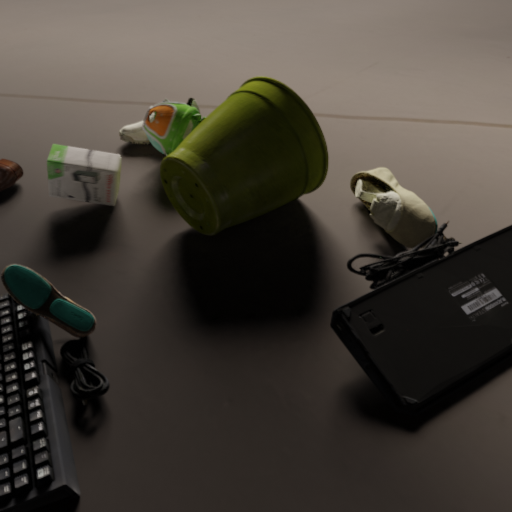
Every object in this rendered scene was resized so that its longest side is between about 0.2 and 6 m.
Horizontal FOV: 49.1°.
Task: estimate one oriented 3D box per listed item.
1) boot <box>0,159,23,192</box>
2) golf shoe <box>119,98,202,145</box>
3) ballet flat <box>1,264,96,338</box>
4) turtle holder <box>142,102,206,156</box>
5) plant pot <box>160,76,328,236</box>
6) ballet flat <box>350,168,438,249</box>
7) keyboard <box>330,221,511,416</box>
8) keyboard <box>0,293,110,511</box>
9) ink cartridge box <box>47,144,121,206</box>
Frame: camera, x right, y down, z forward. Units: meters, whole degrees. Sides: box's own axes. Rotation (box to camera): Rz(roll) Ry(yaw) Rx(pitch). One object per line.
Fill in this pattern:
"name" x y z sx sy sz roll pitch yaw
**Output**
"boot" -6.168 -1.414 11.495 1.925 0.663 2.065 9 41 16
"golf shoe" -2.380 -3.381 13.808 2.109 1.026 0.826 -15 39 -19
"ballet flat" -3.052 0.719 8.174 1.534 0.516 0.522 39 60 -5
"turtle holder" -1.850 -2.917 12.778 1.190 1.273 1.676 21 25 3
"plant pot" -0.392 -1.687 10.539 2.434 2.527 2.527 -37 49 -27
"ballet flat" 2.421 -0.957 10.508 0.950 0.950 2.736 -5 28 -7
"keyboard" 3.117 0.657 8.757 4.519 0.895 2.352 -20 64 -27
"keyboard" -3.144 1.658 7.362 2.229 0.476 3.712 -14 39 -19
"ink cartridge box" -3.397 -1.590 11.116 1.315 0.956 0.552 8 47 -10
